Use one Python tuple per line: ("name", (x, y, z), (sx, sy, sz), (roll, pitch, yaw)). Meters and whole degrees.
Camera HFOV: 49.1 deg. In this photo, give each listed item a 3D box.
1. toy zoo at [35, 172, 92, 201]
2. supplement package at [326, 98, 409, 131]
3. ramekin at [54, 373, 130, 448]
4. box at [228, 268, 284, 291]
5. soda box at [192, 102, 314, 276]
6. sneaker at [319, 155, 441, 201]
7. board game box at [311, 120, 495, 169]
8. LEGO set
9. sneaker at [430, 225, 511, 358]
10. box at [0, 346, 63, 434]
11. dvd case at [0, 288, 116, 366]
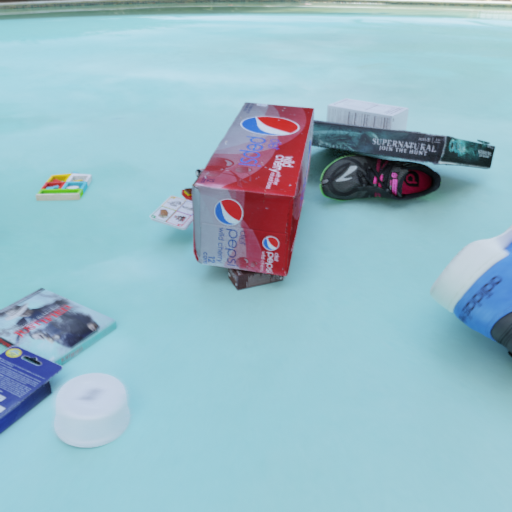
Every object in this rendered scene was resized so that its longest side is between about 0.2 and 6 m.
("toy zoo", (-4.002, -1.487, 11.809), (0.880, 0.137, 1.341), (-2, 29, -2))
("supplement package", (2.797, -3.316, 14.255), (1.800, 0.986, 1.024), (20, 35, 32))
("ramekin", (-1.723, 1.586, 5.880), (0.774, 0.377, 0.774), (5, 30, -3))
("box", (-0.001, 0.247, 8.488), (0.772, 0.289, 0.387), (-13, 34, -19))
("soda box", (0.121, -1.374, 9.597), (1.486, 1.346, 4.244), (8, 32, 6))
("sneaker", (2.433, -1.521, 10.881), (2.435, 0.934, 1.020), (-4, 8, -6))
("board game box", (2.590, -2.453, 12.012), (4.106, 0.578, 2.777), (17, 16, 37))
("LEGO set", (-0.359, -0.821, 10.472), (2.309, 0.759, 3.090), (17, 33, 6))
("sneaker", (3.735, 0.411, 7.131), (3.253, 1.249, 1.810), (-18, 54, -45))
("box", (-2.925, 1.569, 6.120), (0.888, 0.238, 1.466), (15, 33, 25))
("dvd case", (-2.768, 0.924, 7.387), (1.494, 0.164, 1.091), (17, 33, 29))
